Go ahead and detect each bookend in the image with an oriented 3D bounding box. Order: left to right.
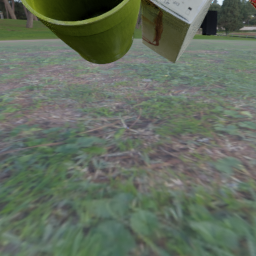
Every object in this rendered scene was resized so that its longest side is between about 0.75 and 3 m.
[{"bbox_3d":[2.835,-3.653,10.026,0.383,0.832,0.827,1,3,-8],"label":"bookend"}]

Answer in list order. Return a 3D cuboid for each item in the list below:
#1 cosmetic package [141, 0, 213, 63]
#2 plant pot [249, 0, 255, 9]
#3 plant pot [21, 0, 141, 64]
[{"bbox_3d":[1.103,-2.645,6.406,1.158,1.371,2.653,33,-2,5],"label":"cosmetic package"},{"bbox_3d":[3.618,-3.270,6.713,1.245,1.134,1.245,32,31,-22],"label":"plant pot"},{"bbox_3d":[-0.636,-2.242,5.277,2.084,2.084,2.006,3,-15,8],"label":"plant pot"}]
